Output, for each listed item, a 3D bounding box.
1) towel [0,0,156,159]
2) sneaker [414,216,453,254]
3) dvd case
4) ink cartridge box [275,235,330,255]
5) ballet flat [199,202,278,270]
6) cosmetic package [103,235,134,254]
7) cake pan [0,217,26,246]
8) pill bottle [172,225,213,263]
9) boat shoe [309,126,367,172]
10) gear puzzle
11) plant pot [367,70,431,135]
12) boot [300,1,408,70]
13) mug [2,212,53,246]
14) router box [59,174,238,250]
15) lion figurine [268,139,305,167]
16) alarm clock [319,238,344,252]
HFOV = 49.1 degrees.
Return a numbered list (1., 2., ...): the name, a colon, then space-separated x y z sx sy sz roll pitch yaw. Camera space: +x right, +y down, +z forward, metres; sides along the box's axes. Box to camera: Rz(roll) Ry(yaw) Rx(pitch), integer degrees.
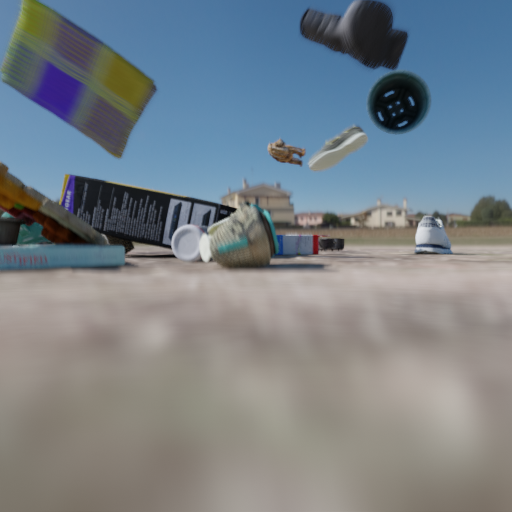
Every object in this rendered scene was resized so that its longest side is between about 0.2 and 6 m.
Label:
1. towel: -3.428 -3.316 10.699 2.828 0.322 2.031 35 -51 -11
2. sneaker: 4.091 -0.443 12.867 0.790 0.832 2.067 -1 -1 20
3. dvd case: -2.707 -0.001 5.801 2.228 0.245 1.626 -1 1 37
4. ink cartridge box: 0.865 -0.232 11.858 1.280 0.430 0.744 0 1 -8
5. ballet flat: -0.193 -0.177 5.769 0.787 0.709 2.091 -15 3 2
6. cosmetic package: -2.841 -0.234 11.180 0.333 0.395 0.764 -31 -13 21
7. cake pan: -3.747 -0.277 6.832 1.758 0.322 1.758 -1 0 0
8. pill bottle: -0.720 -0.156 7.367 0.478 0.478 0.825 0 1 20
9. boat shoe: 2.113 -2.840 14.851 1.683 0.503 0.602 -30 -36 12
10. gear puzzle: -2.583 -0.468 6.371 1.868 0.472 3.606 34 -10 -7
11. plant pot: 2.839 -3.017 11.294 1.199 1.199 1.174 0 8 11
12. boot: 1.287 -3.366 8.457 1.519 0.805 2.307 25 14 20
13. mug: -5.639 -0.637 13.876 1.266 0.952 1.540 -26 -11 30
14. router box: -1.577 -0.691 10.693 2.784 0.925 3.541 12 3 11
15. lion figurine: 0.692 -2.356 12.859 0.835 0.494 1.363 15 8 1
16. alarm clock: 2.309 -0.341 17.183 0.863 0.426 1.280 0 3 25
